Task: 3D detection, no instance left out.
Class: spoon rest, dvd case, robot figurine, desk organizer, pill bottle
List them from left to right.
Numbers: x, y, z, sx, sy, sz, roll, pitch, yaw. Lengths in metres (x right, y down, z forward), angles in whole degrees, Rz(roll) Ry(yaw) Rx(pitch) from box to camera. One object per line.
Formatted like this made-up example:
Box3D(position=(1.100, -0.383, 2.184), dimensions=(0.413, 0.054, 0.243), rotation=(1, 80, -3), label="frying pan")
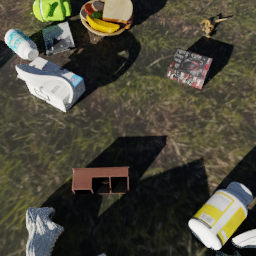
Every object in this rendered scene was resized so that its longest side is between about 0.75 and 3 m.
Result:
Box3D(position=(-4.747, -3.724, 12.653), dimensions=(0.896, 0.896, 1.618), rotation=(-40, 67, -21), label="pill bottle")
Box3D(position=(-3.074, -1.874, 10.716), dimensions=(2.477, 0.751, 1.231), rotation=(29, 18, -4), label="spoon rest")
Box3D(position=(-3.793, -5.870, 13.835), dimensions=(1.875, 1.085, 1.645), rotation=(-5, 40, 0), label="robot figurine")
Box3D(position=(-3.316, -4.255, 13.320), dimensions=(1.339, 0.220, 1.781), rotation=(-17, 60, -4), label="dvd case")
Box3D(position=(-0.893, 1.791, 9.457), dimensions=(1.893, 0.679, 0.729), rotation=(-2, 61, -1), label="desk organizer")
Box3D(position=(2.933, 2.636, 8.670), dimensions=(2.022, 1.133, 1.133), rotation=(-39, 66, -21), label="pill bottle")

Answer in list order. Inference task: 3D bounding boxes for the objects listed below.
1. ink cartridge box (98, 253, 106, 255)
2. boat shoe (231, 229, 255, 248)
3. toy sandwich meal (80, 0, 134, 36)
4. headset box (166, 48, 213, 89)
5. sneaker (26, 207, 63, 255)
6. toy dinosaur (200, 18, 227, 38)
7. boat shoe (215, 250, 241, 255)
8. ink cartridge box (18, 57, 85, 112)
Box3D(position=(-1.504, 4.844, 7.055), dimensions=(2.951, 1.244, 2.154), rotation=(-21, 72, -14), label="ink cartridge box")
Box3D(position=(4.258, 3.425, 8.443), dimensions=(2.200, 0.792, 0.723), rotation=(-4, 54, -12), label="boat shoe")
Box3D(position=(-0.993, -5.523, 13.512), dimensions=(2.639, 0.904, 2.639), rotation=(5, 64, -10), label="toy sandwich meal")
Box3D(position=(2.734, -2.555, 12.075), dimensions=(1.781, 0.668, 1.324), rotation=(21, 61, 12), label="headset box")
Box3D(position=(-2.473, 3.346, 8.446), dimensions=(1.063, 0.833, 2.139), rotation=(-10, 60, -10), label="sneaker")
Box3D(position=(4.062, -5.030, 13.786), dimensions=(0.893, 0.508, 1.682), rotation=(37, 68, -7), label="toy dinosaur")
Box3D(position=(3.206, 3.855, 8.339), dimensions=(1.216, 0.443, 0.376), rotation=(0, 63, 6), label="boat shoe")
Box3D(position=(-3.138, -1.840, 11.559), dimensions=(2.381, 0.808, 1.381), rotation=(29, 63, 16), label="ink cartridge box")
